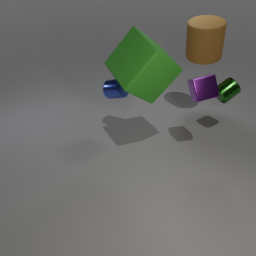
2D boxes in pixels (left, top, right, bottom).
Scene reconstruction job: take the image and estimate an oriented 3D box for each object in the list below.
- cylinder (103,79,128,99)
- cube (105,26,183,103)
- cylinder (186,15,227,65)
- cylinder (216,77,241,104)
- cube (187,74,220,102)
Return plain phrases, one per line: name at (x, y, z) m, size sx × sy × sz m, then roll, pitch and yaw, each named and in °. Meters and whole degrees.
cylinder at (-0.434, -1.426, 10.195) m, size 0.700 × 0.700 × 0.700 m, roll 1°, pitch 26°, yaw 36°
cube at (0.452, -1.827, 8.319) m, size 1.400 × 1.400 × 1.400 m, roll 17°, pitch 32°, yaw -49°
cylinder at (2.941, -3.363, 10.680) m, size 1.400 × 1.400 × 1.400 m, roll -4°, pitch 41°, yaw 3°
cylinder at (3.589, -1.361, 10.189) m, size 0.700 × 0.700 × 0.700 m, roll -37°, pitch 37°, yaw -1°
cube at (2.343, -1.247, 8.753) m, size 0.700 × 0.700 × 0.700 m, roll -15°, pitch 9°, yaw 0°
